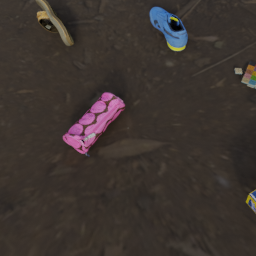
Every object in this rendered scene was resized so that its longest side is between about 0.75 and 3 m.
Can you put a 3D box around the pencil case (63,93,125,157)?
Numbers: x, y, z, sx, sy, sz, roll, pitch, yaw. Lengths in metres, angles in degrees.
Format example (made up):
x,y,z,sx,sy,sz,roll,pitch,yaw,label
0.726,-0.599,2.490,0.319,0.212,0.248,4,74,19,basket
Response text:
x,y,z,sx,sy,sz,roll,pitch,yaw,label
-0.749,-0.152,6.733,0.761,0.786,1.678,42,63,-11,pencil case

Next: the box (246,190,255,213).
x,y,z,sx,sy,sz,roll,pitch,yaw,label
2.979,1.246,5.593,1.201,0.421,0.386,-29,53,-10,box

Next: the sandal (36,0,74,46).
x,y,z,sx,sy,sz,roll,pitch,yaw,label
-2.489,-3.386,8.960,0.636,0.947,2.357,-35,65,3,sandal

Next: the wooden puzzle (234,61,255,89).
x,y,z,sx,sy,sz,roll,pitch,yaw,label
3.836,-1.440,8.002,1.590,0.112,0.943,24,59,15,wooden puzzle

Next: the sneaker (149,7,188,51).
x,y,z,sx,sy,sz,roll,pitch,yaw,label
1.299,-3.396,8.905,0.700,0.833,2.124,-18,56,-9,sneaker
